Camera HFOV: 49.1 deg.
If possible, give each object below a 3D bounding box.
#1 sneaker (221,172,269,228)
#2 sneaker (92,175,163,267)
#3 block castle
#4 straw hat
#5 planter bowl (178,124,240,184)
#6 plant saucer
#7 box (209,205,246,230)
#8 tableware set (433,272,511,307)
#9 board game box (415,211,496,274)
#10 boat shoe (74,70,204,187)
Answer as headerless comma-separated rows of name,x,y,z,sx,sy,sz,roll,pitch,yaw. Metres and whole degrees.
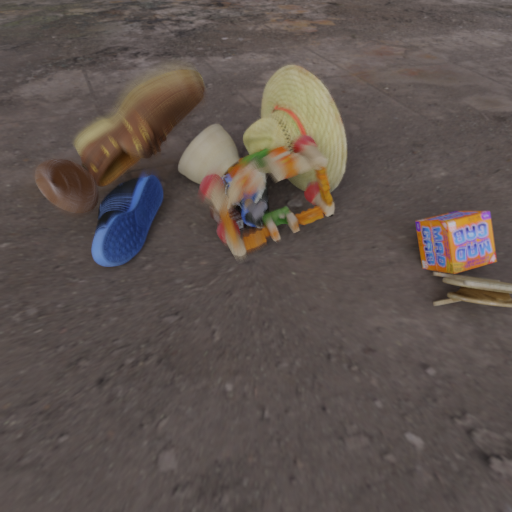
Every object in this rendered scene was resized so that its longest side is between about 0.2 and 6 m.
sneaker,-0.276,-1.329,12.676,1.117,0.984,2.505,-5,28,0
sneaker,-2.911,-0.704,11.854,1.069,0.963,2.745,-10,34,25
block castle,0.245,-1.265,11.332,2.497,1.669,1.172,-24,40,-5
straw hat,0.475,-2.528,12.535,1.358,3.210,3.210,-24,43,-24
planter bowl,-1.007,-2.280,13.595,1.019,1.514,1.514,42,48,8
plant saucer,-3.708,-1.454,11.162,1.324,0.228,1.324,29,38,-26
box,-0.641,-0.865,12.479,0.431,0.323,0.861,-22,43,-26
tableware set,4.768,0.839,9.676,3.074,0.616,2.032,8,3,3
board game box,3.850,-0.289,10.840,0.993,0.994,0.994,-14,8,-18
boat shoe,-2.387,-2.637,11.910,1.249,3.469,1.171,4,62,-59
